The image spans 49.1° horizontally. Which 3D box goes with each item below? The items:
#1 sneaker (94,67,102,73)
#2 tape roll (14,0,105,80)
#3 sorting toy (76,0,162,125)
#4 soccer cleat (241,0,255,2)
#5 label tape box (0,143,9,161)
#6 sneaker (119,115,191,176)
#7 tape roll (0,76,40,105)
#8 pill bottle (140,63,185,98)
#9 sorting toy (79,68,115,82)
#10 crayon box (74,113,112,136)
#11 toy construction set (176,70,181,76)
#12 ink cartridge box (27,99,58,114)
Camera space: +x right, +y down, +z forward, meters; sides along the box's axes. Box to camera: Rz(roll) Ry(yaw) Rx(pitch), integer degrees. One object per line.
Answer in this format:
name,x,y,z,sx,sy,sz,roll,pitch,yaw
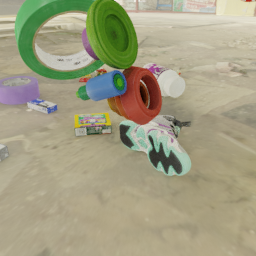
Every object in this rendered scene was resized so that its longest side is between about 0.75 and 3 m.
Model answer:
sneaker,-1.614,-2.885,13.971,0.495,0.309,0.839,12,19,11
tape roll,-1.486,-2.291,7.048,2.506,2.506,0.602,-12,59,-21
sorting toy,-0.327,-1.042,5.379,1.029,2.506,1.506,-10,32,37
soccer cleat,3.178,-3.327,6.814,1.443,0.495,0.615,13,39,6
label tape box,-3.665,0.720,6.935,0.782,0.343,1.085,13,30,24
sneaker,1.101,0.206,7.239,1.758,0.977,2.514,-18,33,-29
tape roll,-4.271,-1.493,10.902,1.540,0.654,1.540,-1,27,0
pill bottle,1.375,-1.894,11.236,1.076,1.076,1.917,-15,32,-27
sorting toy,-1.064,-2.464,13.042,2.523,0.427,1.217,4,27,9
crayon box,-1.090,-0.130,8.616,1.086,0.317,0.937,-4,26,-8
toy construction set,1.918,-2.440,12.998,1.061,0.489,0.696,8,26,39
ink cartridge box,-3.056,-0.789,9.996,1.019,0.225,0.479,16,31,29
